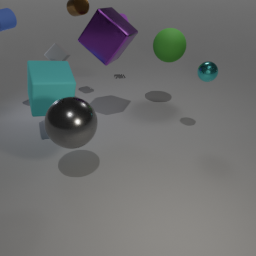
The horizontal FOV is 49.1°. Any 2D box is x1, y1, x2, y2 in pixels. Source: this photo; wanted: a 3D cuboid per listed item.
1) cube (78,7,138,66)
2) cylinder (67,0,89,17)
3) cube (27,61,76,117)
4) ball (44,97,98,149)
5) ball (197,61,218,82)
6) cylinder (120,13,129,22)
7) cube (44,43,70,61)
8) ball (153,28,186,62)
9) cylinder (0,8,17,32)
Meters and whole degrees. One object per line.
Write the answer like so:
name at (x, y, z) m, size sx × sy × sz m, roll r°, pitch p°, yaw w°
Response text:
cube at (-0.711, -3.406, 10.356) m, size 1.400 × 1.400 × 1.400 m, roll 41°, pitch 30°, yaw -4°
cylinder at (-2.019, -4.895, 11.282) m, size 0.700 × 0.700 × 0.700 m, roll -19°, pitch 23°, yaw -31°
cube at (-2.712, -1.392, 9.802) m, size 1.400 × 1.400 × 1.400 m, roll -5°, pitch 45°, yaw -24°
ball at (-1.522, -0.143, 7.543) m, size 1.400 × 1.400 × 1.400 m, roll 0°, pitch 29°, yaw 0°
ball at (2.752, -1.942, 9.668) m, size 0.700 × 0.700 × 0.700 m, roll 0°, pitch 29°, yaw 0°
cylinder at (-0.315, -5.330, 14.250) m, size 0.700 × 0.700 × 0.700 m, roll -6°, pitch 53°, yaw -11°
cube at (-2.996, -3.119, 11.948) m, size 0.700 × 0.700 × 0.700 m, roll -43°, pitch 11°, yaw 10°
ball at (1.759, -3.494, 11.859) m, size 1.400 × 1.400 × 1.400 m, roll 0°, pitch 29°, yaw 0°
cylinder at (-4.551, -3.922, 10.160) m, size 0.700 × 0.700 × 0.700 m, roll 17°, pitch 38°, yaw 28°
